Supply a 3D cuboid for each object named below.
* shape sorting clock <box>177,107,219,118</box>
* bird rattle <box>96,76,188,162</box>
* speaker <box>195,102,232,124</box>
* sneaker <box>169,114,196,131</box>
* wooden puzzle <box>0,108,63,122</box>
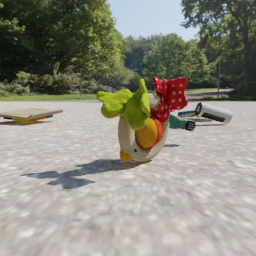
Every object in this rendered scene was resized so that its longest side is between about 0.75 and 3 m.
[{"bbox_3d":[2.782,-0.573,11.073,1.767,0.347,1.767,-8,3,0],"label":"shape sorting clock"},{"bbox_3d":[0.250,-0.148,4.052,0.851,1.232,1.511,11,12,34],"label":"bird rattle"},{"bbox_3d":[2.821,-0.484,9.215,1.154,0.469,0.469,15,3,-14],"label":"speaker"},{"bbox_3d":[0.944,-0.115,5.544,0.757,0.282,0.331,17,9,-11],"label":"sneaker"},{"bbox_3d":[-3.556,-0.470,10.060,1.867,0.348,1.727,2,10,25],"label":"wooden puzzle"}]
